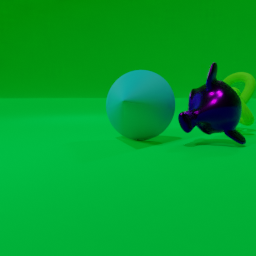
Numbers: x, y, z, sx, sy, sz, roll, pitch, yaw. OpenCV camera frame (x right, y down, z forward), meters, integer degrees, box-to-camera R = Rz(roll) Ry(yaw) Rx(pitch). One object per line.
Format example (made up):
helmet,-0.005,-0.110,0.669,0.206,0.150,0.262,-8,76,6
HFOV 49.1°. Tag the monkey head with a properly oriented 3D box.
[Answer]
monkey head,1.588,-0.333,5.364,0.998,1.657,1.192,-18,7,44

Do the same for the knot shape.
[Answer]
knot shape,2.846,-0.559,7.497,0.750,1.520,1.624,7,48,5

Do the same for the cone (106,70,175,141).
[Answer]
cone,0.089,-0.471,5.356,1.529,1.529,1.535,2,2,13
